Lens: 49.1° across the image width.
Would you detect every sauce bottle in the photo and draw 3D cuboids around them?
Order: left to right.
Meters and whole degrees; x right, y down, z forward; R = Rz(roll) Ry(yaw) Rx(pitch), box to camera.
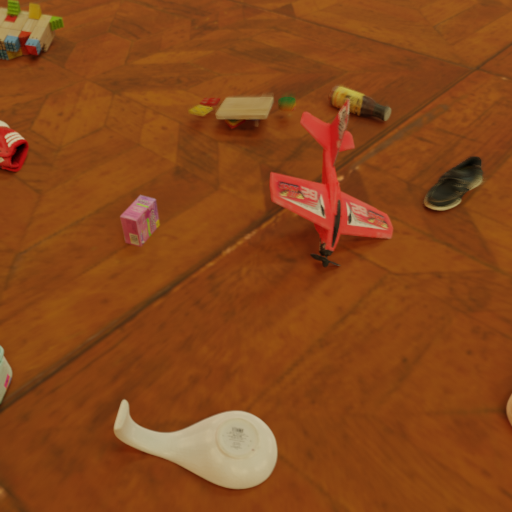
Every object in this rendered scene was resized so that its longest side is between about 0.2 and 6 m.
[{"bbox_3d":[2.554,-3.743,13.816,1.598,0.527,0.527,28,49,31],"label":"sauce bottle"}]

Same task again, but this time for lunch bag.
[{"bbox_3d":[-4.441,1.782,7.581,1.905,0.734,1.528,2,42,3],"label":"lunch bag"}]

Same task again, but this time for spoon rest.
[{"bbox_3d":[-0.754,2.358,7.172,2.087,0.633,1.037,14,44,-4],"label":"spoon rest"}]

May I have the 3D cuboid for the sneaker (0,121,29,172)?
[{"bbox_3d":[-5.898,-2.124,11.783,1.335,0.906,2.311,26,50,28],"label":"sneaker"}]

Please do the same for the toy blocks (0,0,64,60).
[{"bbox_3d":[-7.129,-6.469,16.504,2.439,1.219,1.667,8,55,-2],"label":"toy blocks"}]

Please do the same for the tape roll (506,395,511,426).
[{"bbox_3d":[3.914,2.106,7.516,0.987,0.345,0.987,0,43,0],"label":"tape roll"}]

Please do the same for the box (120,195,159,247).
[{"bbox_3d":[-2.132,-0.643,10.328,0.343,0.624,0.710,14,44,16],"label":"box"}]

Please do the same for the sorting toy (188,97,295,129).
[{"bbox_3d":[-0.328,-3.390,13.368,2.461,0.416,1.186,3,35,10],"label":"sorting toy"}]

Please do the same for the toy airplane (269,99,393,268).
[{"bbox_3d":[1.280,-1.289,9.825,3.033,3.033,0.558,-38,19,-34],"label":"toy airplane"}]

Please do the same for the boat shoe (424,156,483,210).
[{"bbox_3d":[4.033,-1.512,11.297,1.789,0.593,0.668,-28,47,-28],"label":"boat shoe"}]
